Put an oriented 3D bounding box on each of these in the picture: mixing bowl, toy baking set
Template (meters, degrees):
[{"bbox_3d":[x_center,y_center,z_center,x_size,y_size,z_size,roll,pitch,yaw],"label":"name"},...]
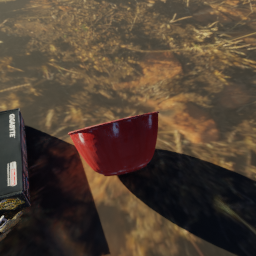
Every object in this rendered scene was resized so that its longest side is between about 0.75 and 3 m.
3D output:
[{"bbox_3d":[-0.180,0.370,5.701,1.886,1.886,1.022,-13,89,-12],"label":"mixing bowl"},{"bbox_3d":[-2.218,1.754,4.514,0.152,1.307,1.003,42,88,7],"label":"toy baking set"}]

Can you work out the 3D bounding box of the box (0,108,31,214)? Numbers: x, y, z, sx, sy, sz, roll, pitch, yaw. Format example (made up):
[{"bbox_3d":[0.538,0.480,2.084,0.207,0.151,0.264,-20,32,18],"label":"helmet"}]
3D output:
[{"bbox_3d":[-3.184,0.738,5.901,1.976,0.572,2.486,-12,47,-11],"label":"box"}]
